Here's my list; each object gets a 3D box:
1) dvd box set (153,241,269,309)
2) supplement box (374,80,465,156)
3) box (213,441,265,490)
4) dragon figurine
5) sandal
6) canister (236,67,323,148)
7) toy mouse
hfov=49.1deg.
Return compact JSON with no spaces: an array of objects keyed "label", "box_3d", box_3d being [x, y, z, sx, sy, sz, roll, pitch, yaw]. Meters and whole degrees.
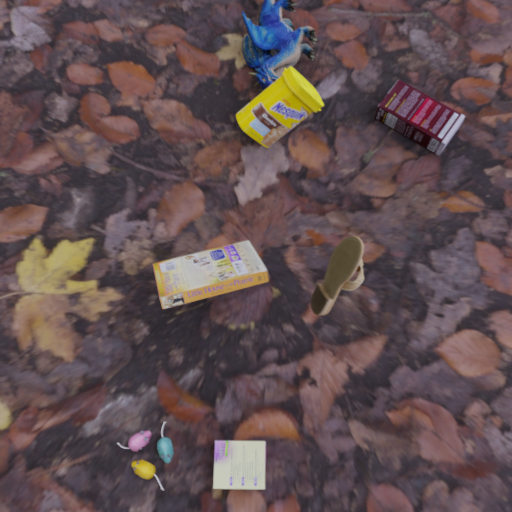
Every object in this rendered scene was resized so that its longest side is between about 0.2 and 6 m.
[{"label":"dvd box set","box_3d":[-0.815,0.288,9.591,1.810,0.266,1.324,-14,26,-10]},{"label":"supplement box","box_3d":[3.452,-2.947,11.912,1.624,0.495,0.884,35,72,12]},{"label":"box","box_3d":[-0.272,3.483,9.322,0.852,0.412,0.750,1,68,-1]},{"label":"dragon figurine","box_3d":[0.205,-4.851,12.418,1.696,1.004,3.412,-24,71,-10]},{"label":"sandal","box_3d":[1.421,0.321,8.812,0.526,1.598,0.586,4,41,-29]},{"label":"canister","box_3d":[0.446,-2.859,10.965,1.431,1.063,0.620,-35,54,25]},{"label":"toy mouse","box_3d":[-1.793,3.254,9.524,1.090,0.211,0.968,27,70,11]}]
